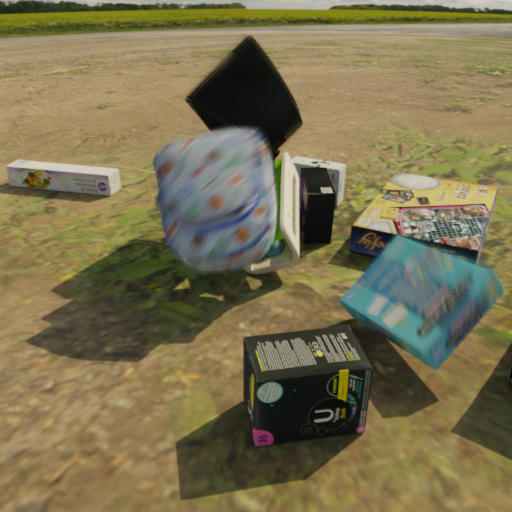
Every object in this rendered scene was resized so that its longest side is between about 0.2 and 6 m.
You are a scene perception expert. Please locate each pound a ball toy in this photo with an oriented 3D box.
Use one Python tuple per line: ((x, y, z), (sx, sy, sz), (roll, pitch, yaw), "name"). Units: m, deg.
((-0.043, -0.918, 11.797), (1.901, 1.238, 2.915), (-15, 42, 17), "pound a ball toy")

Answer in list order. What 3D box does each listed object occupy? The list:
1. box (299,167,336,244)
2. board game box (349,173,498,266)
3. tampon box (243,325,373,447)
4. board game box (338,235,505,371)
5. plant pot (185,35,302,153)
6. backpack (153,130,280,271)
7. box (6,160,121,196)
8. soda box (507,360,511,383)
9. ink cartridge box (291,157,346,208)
((1.346, -1.172, 12.667), (0.664, 1.189, 1.685), (-1, 28, 0), "box")
((3.897, -0.858, 12.648), (2.541, 0.649, 3.751), (13, 31, 23), "board game box")
((0.627, 1.697, 7.384), (1.493, 1.119, 0.943), (-5, 29, -10), "tampon box")
((2.500, 0.643, 8.790), (1.573, 0.489, 2.084), (-47, 31, -6), "board game box")
((-0.067, -3.029, 11.650), (1.618, 1.820, 1.824), (47, 3, 12), "plant pot")
((-0.672, -0.959, 9.937), (2.448, 2.332, 1.886), (-13, -13, 8), "backpack")
((-5.180, -2.103, 15.026), (3.064, 0.593, 0.635), (6, 29, 12), "box")
((5.559, 0.690, 8.971), (1.546, 1.383, 4.369), (22, 36, 33), "soda box")
((1.522, -1.882, 14.188), (1.385, 1.015, 0.575), (15, 31, 23), "ink cartridge box")
